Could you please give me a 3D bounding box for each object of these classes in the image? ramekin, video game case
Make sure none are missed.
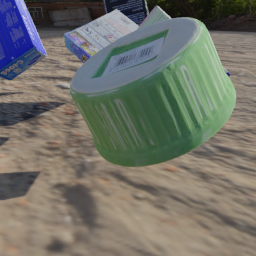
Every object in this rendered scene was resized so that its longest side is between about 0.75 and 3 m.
[{"bbox_3d":[0.274,-0.633,4.081,2.265,1.106,2.265,-21,32,14],"label":"ramekin"},{"bbox_3d":[-0.336,-2.241,7.830,1.966,0.493,2.169,-36,68,-27],"label":"video game case"}]

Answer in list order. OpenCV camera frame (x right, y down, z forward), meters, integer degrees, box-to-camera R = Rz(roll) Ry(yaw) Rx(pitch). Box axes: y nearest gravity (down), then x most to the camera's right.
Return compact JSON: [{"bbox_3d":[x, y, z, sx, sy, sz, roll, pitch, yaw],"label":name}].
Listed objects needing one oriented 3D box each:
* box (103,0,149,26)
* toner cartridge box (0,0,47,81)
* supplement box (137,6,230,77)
[{"bbox_3d":[0.148,-3.443,9.857,1.366,2.167,2.204,-9,9,9],"label":"box"},{"bbox_3d":[-2.903,-2.450,6.637,1.153,2.428,0.524,-29,-17,12],"label":"toner cartridge box"},{"bbox_3d":[0.958,-1.434,5.674,1.915,0.990,0.969,37,21,-12],"label":"supplement box"}]
